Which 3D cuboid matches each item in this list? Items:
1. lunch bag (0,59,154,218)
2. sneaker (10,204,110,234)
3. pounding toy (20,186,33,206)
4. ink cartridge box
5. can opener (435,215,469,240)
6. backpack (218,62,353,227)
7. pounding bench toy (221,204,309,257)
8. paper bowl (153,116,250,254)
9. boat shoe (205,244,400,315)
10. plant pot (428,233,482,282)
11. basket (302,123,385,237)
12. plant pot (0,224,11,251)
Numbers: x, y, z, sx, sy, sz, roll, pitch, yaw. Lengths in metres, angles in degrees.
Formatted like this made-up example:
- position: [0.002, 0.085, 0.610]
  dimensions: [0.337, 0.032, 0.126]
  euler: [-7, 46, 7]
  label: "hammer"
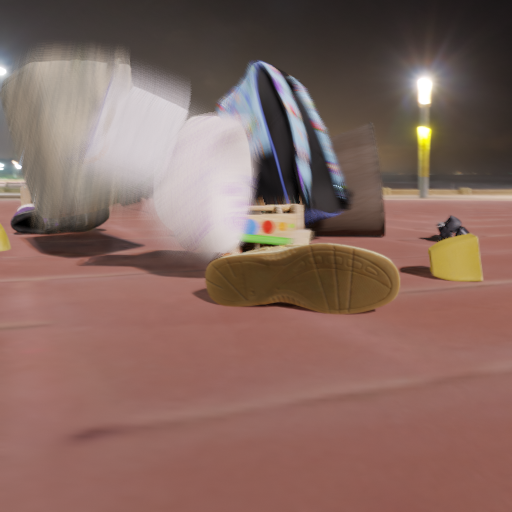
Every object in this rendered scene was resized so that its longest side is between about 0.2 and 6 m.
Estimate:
- position: [-2.428, -1.722, 8.285]
  dimensions: [1.850, 2.206, 1.537]
  euler: [-23, 14, -40]
  label: "lunch bag"
- position: [-4.671, -0.827, 13.422]
  dimensions: [2.261, 0.856, 0.990]
  euler: [-8, 18, -6]
  label: "sneaker"
- position: [-5.315, -1.376, 14.387]
  dimensions: [1.041, 1.465, 1.349]
  euler: [4, 8, 31]
  label: "pounding toy"
- position: [-1.236, -1.261, 5.729]
  dimensions: [0.845, 0.844, 0.172]
  euler: [19, 11, -29]
  label: "ink cartridge box"
- position: [4.187, -0.526, 12.045]
  dimensions: [0.546, 0.677, 1.722]
  euler: [-38, -7, 15]
  label: "can opener"
- position: [0.227, -1.913, 10.436]
  dimensions: [1.988, 2.956, 2.698]
  euler: [-18, -1, 29]
  label: "backpack"
- position: [0.067, -0.270, 7.854]
  dimensions: [1.124, 0.895, 1.441]
  euler: [-1, 6, -7]
  label: "pounding bench toy"
- position: [-0.638, -0.831, 6.555]
  dimensions: [0.818, 1.573, 1.573]
  euler: [4, 8, 15]
  label: "paper bowl"
- position: [0.451, 0.157, 5.398]
  dimensions: [1.851, 0.685, 0.614]
  euler: [2, 13, 19]
  label: "boat shoe"
- position: [2.470, 0.048, 7.027]
  dimensions: [0.563, 0.550, 0.547]
  euler: [-8, 5, 13]
  label: "plant pot"
- position: [1.284, -1.474, 12.596]
  dimensions: [2.897, 2.612, 1.970]
  euler: [-7, 30, 8]
  label: "basket"
- position: [-4.863, -0.367, 10.135]
  dimensions: [0.756, 0.537, 0.756]
  euler: [0, 7, 0]
  label: "plant pot"
